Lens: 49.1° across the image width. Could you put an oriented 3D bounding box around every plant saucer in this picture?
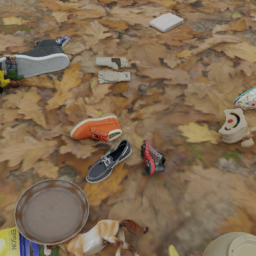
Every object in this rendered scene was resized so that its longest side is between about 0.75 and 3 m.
[{"bbox_3d":[-2.064,2.290,7.708,1.954,0.313,1.954,6,46,-6],"label":"plant saucer"}]

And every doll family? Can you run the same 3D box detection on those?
[{"bbox_3d":[-5.671,-2.113,11.282,2.738,1.583,1.074,6,24,7],"label":"doll family"}]

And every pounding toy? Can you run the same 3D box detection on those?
[{"bbox_3d":[3.772,0.160,9.899,0.955,0.958,1.670,-18,35,21],"label":"pounding toy"}]

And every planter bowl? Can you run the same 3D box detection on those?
[{"bbox_3d":[2.799,3.303,6.638,1.883,1.267,1.883,1,49,-1],"label":"planter bowl"}]

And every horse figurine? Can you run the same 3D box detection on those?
[{"bbox_3d":[-0.784,3.007,7.132,2.708,0.676,1.794,-23,30,-8],"label":"horse figurine"}]

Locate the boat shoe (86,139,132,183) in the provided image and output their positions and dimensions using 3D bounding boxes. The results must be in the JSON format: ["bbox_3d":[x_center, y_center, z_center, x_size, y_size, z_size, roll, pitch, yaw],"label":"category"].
[{"bbox_3d":[-0.638,1.015,9.008,1.842,0.578,0.669,-38,59,-22],"label":"boat shoe"}]

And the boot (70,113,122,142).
[{"bbox_3d":[-1.087,0.135,9.794,1.774,0.666,0.951,-19,57,-16],"label":"boot"}]

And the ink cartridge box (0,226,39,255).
[{"bbox_3d":[-3.086,3.326,7.241,1.457,0.342,1.439,-15,50,-10],"label":"ink cartridge box"}]

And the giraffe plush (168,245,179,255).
[{"bbox_3d":[0.755,3.572,6.434,1.874,1.617,1.519,16,29,26],"label":"giraffe plush"}]

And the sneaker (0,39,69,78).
[{"bbox_3d":[-4.218,-3.116,12.369,2.986,1.056,1.481,-12,48,-17],"label":"sneaker"}]

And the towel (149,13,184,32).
[{"bbox_3d":[2.077,-5.673,14.996,1.674,0.289,1.109,-35,57,-26],"label":"towel"}]

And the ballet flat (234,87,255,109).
[{"bbox_3d":[5.422,-1.323,10.790,2.920,1.104,0.933,-27,63,-19],"label":"ballet flat"}]

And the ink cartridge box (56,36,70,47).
[{"bbox_3d":[-3.244,-4.374,13.960,0.444,0.175,0.894,14,50,13],"label":"ink cartridge box"}]

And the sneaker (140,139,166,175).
[{"bbox_3d":[0.829,0.936,9.151,0.719,0.520,1.471,3,37,-13],"label":"sneaker"}]

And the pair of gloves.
[{"bbox_3d":[-0.663,-2.565,12.331,1.416,0.292,1.666,-5,52,-9],"label":"pair of gloves"}]
